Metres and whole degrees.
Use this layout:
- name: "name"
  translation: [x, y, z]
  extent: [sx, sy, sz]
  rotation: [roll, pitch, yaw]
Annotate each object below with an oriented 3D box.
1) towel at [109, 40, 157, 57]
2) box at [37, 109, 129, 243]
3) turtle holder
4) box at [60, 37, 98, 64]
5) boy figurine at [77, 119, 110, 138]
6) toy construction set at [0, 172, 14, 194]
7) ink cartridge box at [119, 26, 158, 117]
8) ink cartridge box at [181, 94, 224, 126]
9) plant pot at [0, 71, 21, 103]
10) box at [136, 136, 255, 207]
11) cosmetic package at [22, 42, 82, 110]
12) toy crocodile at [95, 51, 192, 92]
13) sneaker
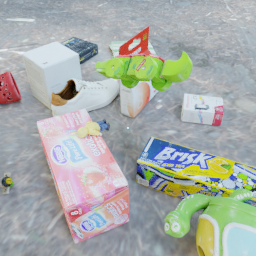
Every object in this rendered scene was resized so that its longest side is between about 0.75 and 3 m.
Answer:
- name: "towel"
  translation: [0.243, -3.202, 12.166]
  extent: [1.900, 0.291, 2.491]
  rotation: [-6, 40, -7]
- name: "box"
  translation: [-1.099, 0.955, 6.512]
  extent: [1.299, 1.408, 2.743]
  rotation: [-17, 44, -19]
- name: "turtle holder"
  translation: [1.892, 2.000, 5.062]
  extent: [2.110, 1.603, 1.498]
  rotation: [35, 66, -12]
- name: "box"
  translation: [-2.430, -3.225, 12.018]
  extent: [1.486, 0.481, 1.884]
  rotation: [25, 47, 25]
- name: "boy figurine"
  translation: [-0.791, 0.030, 6.437]
  extent: [0.794, 0.256, 0.494]
  rotation: [-22, 53, -37]
- name: "toy construction set"
  translation: [-3.389, 1.195, 6.746]
  extent: [1.082, 0.997, 1.297]
  rotation: [-41, 62, 19]
- name: "ink cartridge box"
  translation: [0.437, -1.777, 8.909]
  extent: [0.581, 2.319, 1.881]
  rotation: [22, 45, 22]
- name: "ink cartridge box"
  translation: [2.370, -0.597, 8.962]
  extent: [1.242, 0.532, 0.916]
  rotation: [8, 42, 7]
- name: "plant pot"
  translation: [-4.219, -1.292, 9.433]
  extent: [0.928, 1.019, 1.019]
  rotation: [-21, 45, -11]
- name: "box"
  translation: [1.630, 1.165, 6.652]
  extent: [2.780, 0.894, 0.974]
  rotation: [17, 44, 17]
- name: "cosmetic package"
  translation: [-2.480, -1.758, 9.443]
  extent: [1.361, 1.636, 1.369]
  rotation: [-31, 50, -31]
- name: "toy crocodile"
  translation: [0.255, -1.396, 6.568]
  extent: [2.583, 0.797, 0.872]
  rotation: [13, -6, 42]
- name: "sneaker"
  translation: [-1.308, -1.219, 9.240]
  extent: [0.970, 1.128, 2.665]
  rotation: [31, 48, 33]
